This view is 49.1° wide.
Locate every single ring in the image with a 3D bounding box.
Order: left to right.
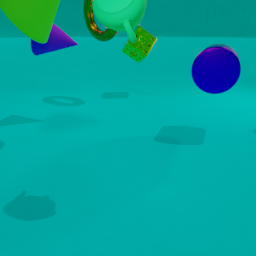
[{"bbox_3d":[-1.040,-4.430,10.856,0.417,2.084,2.084,-24,30,-37],"label":"ring"}]

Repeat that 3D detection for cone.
[{"bbox_3d":[-1.812,-2.886,6.099,1.440,1.434,1.434,-35,12,17],"label":"cone"},{"bbox_3d":[-2.122,-2.694,8.558,1.248,1.243,1.243,13,20,-1],"label":"cone"}]

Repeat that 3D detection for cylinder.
[{"bbox_3d":[2.377,-1.615,7.535,1.195,1.195,1.195,7,21,18],"label":"cylinder"}]

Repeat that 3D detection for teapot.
[{"bbox_3d":[-0.102,-1.832,4.153,0.805,1.294,0.634,-20,-18,12],"label":"teapot"}]

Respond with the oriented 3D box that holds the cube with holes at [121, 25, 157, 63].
[{"bbox_3d":[0.462,-3.566,12.030,0.965,0.965,0.965,32,-14,-13],"label":"cube with holes"}]
